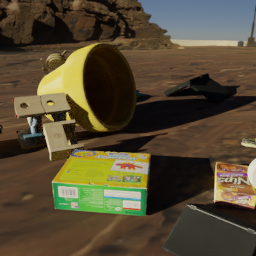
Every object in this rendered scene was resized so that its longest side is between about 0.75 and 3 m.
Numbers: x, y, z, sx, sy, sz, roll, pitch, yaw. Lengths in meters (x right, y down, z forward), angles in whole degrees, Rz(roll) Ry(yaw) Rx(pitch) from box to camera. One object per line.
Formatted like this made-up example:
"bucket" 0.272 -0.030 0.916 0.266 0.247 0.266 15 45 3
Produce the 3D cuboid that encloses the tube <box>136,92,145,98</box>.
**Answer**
"tube" -0.308 -1.565 13.281 1.026 0.668 2.650 23 24 31

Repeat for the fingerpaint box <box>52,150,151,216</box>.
"fingerpaint box" -0.436 1.047 5.683 1.728 0.634 1.441 3 20 6

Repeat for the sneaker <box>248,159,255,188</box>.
"sneaker" 3.446 0.768 5.924 2.646 0.974 1.561 6 23 -12

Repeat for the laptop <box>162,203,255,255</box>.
"laptop" 1.438 1.770 4.504 1.193 0.738 1.274 16 -4 36

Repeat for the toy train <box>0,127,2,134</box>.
"toy train" -4.155 0.407 7.230 0.984 0.736 1.727 3 31 48

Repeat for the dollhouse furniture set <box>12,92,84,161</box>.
"dollhouse furniture set" -2.170 0.273 7.471 1.393 1.401 1.988 -9 51 -23

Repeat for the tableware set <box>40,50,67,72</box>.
"tableware set" -2.731 -2.338 11.079 1.184 1.792 0.359 -8 64 -9

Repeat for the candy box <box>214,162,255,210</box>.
"candy box" 2.191 1.157 5.813 0.736 0.356 1.261 6 22 15

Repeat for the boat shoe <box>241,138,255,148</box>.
"boat shoe" 3.681 0.422 8.052 0.772 0.254 0.276 6 20 16

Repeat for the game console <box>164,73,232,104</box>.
"game console" 3.583 -1.783 14.348 2.400 1.588 2.729 -24 1 38

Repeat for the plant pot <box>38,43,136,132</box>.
"plant pot" -1.506 -1.186 9.374 2.592 2.755 2.755 -4 14 35
